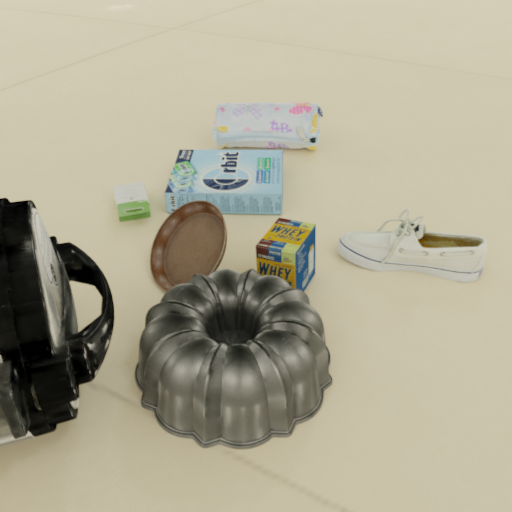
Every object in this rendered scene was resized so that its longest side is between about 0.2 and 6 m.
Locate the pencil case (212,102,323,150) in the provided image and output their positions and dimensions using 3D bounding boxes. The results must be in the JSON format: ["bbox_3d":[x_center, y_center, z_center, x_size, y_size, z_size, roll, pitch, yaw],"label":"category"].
[{"bbox_3d":[0.256,-2.967,12.957,2.496,1.038,1.132,2,57,2],"label":"pencil case"}]

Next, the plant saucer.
[{"bbox_3d":[-1.056,-0.122,9.094,1.601,0.276,1.601,-16,61,32],"label":"plant saucer"}]

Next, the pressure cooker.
[{"bbox_3d":[-3.291,0.799,6.396,3.252,2.905,2.860,-11,74,-15],"label":"pressure cooker"}]

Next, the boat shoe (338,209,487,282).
[{"bbox_3d":[2.590,-0.276,9.312,2.420,1.032,0.894,12,38,15],"label":"boat shoe"}]

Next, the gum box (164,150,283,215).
[{"bbox_3d":[-0.585,-1.550,11.480,2.269,0.505,1.928,1,37,2],"label":"gum box"}]

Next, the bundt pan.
[{"bbox_3d":[-0.311,1.112,7.468,2.733,1.026,2.733,-1,36,0],"label":"bundt pan"}]

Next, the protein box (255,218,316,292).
[{"bbox_3d":[0.491,0.069,8.852,0.649,0.962,0.955,11,36,22],"label":"protein box"}]

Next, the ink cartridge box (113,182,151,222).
[{"bbox_3d":[-2.389,-0.976,10.832,0.612,0.350,1.179,-10,38,-13],"label":"ink cartridge box"}]
